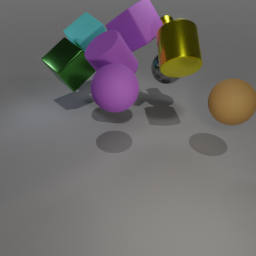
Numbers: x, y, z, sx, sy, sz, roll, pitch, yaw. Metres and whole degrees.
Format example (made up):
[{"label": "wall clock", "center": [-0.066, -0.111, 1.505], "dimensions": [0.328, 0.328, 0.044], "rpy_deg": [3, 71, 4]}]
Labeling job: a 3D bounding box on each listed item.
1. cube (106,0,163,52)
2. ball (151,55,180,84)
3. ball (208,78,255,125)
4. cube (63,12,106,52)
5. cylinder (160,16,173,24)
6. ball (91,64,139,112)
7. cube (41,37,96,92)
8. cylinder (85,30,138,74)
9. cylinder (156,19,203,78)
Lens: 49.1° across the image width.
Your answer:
[{"label": "cube", "center": [0.299, -3.910, 10.876], "dimensions": [1.400, 1.400, 1.400], "rpy_deg": [-12, 27, 50]}, {"label": "ball", "center": [1.702, -2.613, 12.126], "dimensions": [1.400, 1.400, 1.400], "rpy_deg": [0, 30, 0]}, {"label": "ball", "center": [3.126, -0.779, 8.412], "dimensions": [1.400, 1.400, 1.400], "rpy_deg": [0, 30, 0]}, {"label": "cube", "center": [-1.794, -4.098, 12.822], "dimensions": [1.400, 1.400, 1.400], "rpy_deg": [-42, 59, -5]}, {"label": "cylinder", "center": [1.575, -4.116, 11.520], "dimensions": [0.700, 0.700, 0.700], "rpy_deg": [-10, -13, -2]}, {"label": "ball", "center": [-0.381, -1.153, 8.131], "dimensions": [1.400, 1.400, 1.400], "rpy_deg": [0, 30, 0]}, {"label": "cube", "center": [-2.510, -2.697, 11.986], "dimensions": [1.400, 1.400, 1.400], "rpy_deg": [-46, 59, -7]}, {"label": "cylinder", "center": [-0.563, -2.426, 9.840], "dimensions": [1.400, 1.400, 1.400], "rpy_deg": [-20, 47, 22]}, {"label": "cylinder", "center": [1.701, -2.624, 9.382], "dimensions": [1.400, 1.400, 1.400], "rpy_deg": [-2, 73, -4]}]
